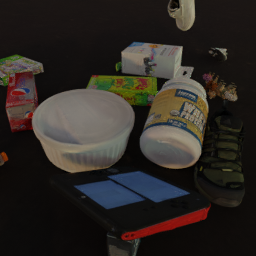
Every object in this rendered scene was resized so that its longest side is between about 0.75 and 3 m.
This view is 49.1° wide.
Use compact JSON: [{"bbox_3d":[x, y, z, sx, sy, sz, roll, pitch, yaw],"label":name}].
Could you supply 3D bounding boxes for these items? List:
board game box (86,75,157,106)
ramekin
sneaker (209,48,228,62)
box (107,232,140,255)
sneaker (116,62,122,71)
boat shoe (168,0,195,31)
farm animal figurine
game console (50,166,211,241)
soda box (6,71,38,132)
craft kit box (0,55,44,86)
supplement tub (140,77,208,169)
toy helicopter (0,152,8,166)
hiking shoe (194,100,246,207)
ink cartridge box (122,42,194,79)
[{"bbox_3d":[-0.194,-1.382,10.182,2.442,0.581,1.240,2,33,4],"label":"board game box"},{"bbox_3d":[-1.112,0.086,7.271,2.507,1.168,2.507,2,38,-2],"label":"ramekin"},{"bbox_3d":[4.634,-3.667,13.714,0.821,0.539,1.427,-9,32,-10],"label":"sneaker"},{"bbox_3d":[-0.057,1.939,4.908,0.439,0.820,0.608,10,35,15],"label":"box"},{"bbox_3d":[-0.315,-2.783,12.583,0.344,0.305,0.824,8,34,19],"label":"sneaker"},{"bbox_3d":[1.718,-4.110,9.277,0.842,2.457,0.884,-28,71,-5],"label":"boat shoe"},{"bbox_3d":[3.266,-1.399,10.188,1.380,0.727,1.395,22,30,11],"label":"farm animal figurine"},{"bbox_3d":[0.017,1.219,5.267,2.198,0.386,2.486,4,6,-40],"label":"game console"},{"bbox_3d":[-3.442,-0.952,9.221,0.830,0.916,2.617,-9,34,-14],"label":"soda box"},{"bbox_3d":[-5.064,-2.544,12.121,1.969,0.478,1.944,23,37,30],"label":"craft kit box"},{"bbox_3d":[1.224,-0.162,7.104,1.462,1.462,2.021,10,52,15],"label":"supplement tub"},{"bbox_3d":[-3.532,0.782,6.895,1.124,0.671,1.700,-20,26,-18],"label":"toy helicopter"},{"bbox_3d":[2.158,0.465,6.566,1.096,1.457,2.894,5,34,7],"label":"hiking shoe"},{"bbox_3d":[1.359,-2.953,12.218,2.911,0.988,1.676,11,35,16],"label":"ink cartridge box"}]
